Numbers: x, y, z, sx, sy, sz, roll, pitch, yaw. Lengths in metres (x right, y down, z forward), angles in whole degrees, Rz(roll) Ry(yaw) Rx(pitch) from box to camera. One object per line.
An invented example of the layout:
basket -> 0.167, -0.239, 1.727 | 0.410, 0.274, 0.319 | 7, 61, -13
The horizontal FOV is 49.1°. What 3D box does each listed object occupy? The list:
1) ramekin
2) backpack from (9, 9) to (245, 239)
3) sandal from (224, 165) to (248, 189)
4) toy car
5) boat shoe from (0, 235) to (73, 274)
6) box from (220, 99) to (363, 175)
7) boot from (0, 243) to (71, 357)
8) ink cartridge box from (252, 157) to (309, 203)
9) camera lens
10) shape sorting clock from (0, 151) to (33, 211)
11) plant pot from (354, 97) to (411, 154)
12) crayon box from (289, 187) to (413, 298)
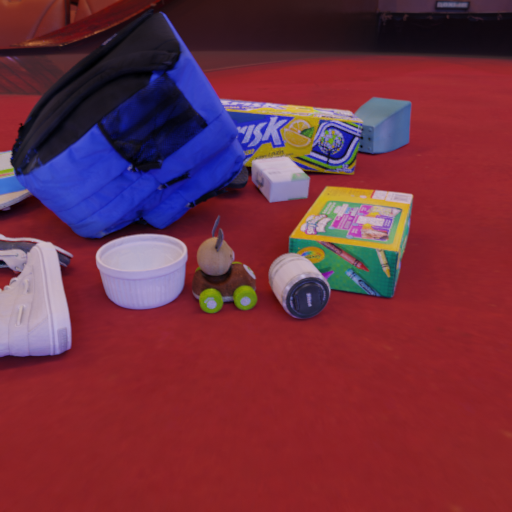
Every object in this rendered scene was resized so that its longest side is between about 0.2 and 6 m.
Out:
ramekin -> -1.662, 0.241, 8.293 | 1.311, 0.688, 1.311 | -1, 25, 0
backpack -> -2.328, -2.011, 10.300 | 3.733, 3.132, 3.033 | -33, 34, 6
sandal -> -1.492, -1.966, 13.000 | 3.003, 0.677, 1.128 | 16, 35, 22
toy car -> -0.474, 0.058, 8.075 | 0.944, 1.197, 0.983 | -5, 25, -10
boat shoe -> -3.801, 0.020, 8.968 | 1.788, 0.636, 0.559 | 8, 69, 11
box -> 0.327, -3.045, 14.081 | 4.322, 1.390, 1.514 | 3, 24, -6
boot -> -3.200, 0.515, 7.446 | 1.144, 0.880, 2.393 | -4, 25, -24
ink cartridge box -> 0.521, -1.732, 12.576 | 0.911, 0.548, 1.253 | -9, 35, -18
camera lens -> 0.596, 0.417, 7.895 | 0.696, 0.696, 0.870 | -7, 25, -14
shape sorting clock -> -6.126, -1.507, 12.049 | 3.368, 0.661, 3.368 | -5, 28, 3
plant pot -> 3.458, -3.667, 16.150 | 1.261, 1.260, 1.784 | 19, 38, 35
crayon box -> 1.666, -0.356, 9.431 | 1.631, 0.800, 2.746 | 8, 26, 17
